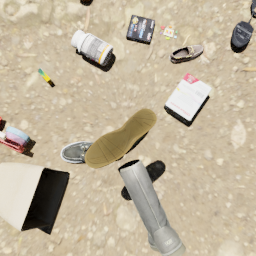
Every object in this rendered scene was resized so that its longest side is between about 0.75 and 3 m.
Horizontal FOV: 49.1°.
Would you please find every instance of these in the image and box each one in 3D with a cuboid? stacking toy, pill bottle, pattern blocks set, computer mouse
[{"bbox_3d":[-5.056,-0.069,10.999,2.352,2.129,0.993,23,69,5],"label":"stacking toy"},{"bbox_3d":[-1.542,-3.471,12.095,1.660,0.966,0.966,30,81,5],"label":"pill bottle"},{"bbox_3d":[1.848,-4.330,12.702,0.778,0.063,0.684,5,80,1],"label":"pattern blocks set"},{"bbox_3d":[5.378,-4.787,12.642,0.863,0.501,2.946,31,75,-4],"label":"computer mouse"}]

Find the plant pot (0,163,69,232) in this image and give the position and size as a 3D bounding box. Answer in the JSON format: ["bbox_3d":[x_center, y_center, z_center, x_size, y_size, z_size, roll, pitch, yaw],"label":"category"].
[{"bbox_3d":[-3.866,2.363,10.579,1.961,2.215,2.213,15,80,15],"label":"plant pot"}]

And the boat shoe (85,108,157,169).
[{"bbox_3d":[-0.128,0.379,7.558,2.237,0.725,0.819,-35,68,-9],"label":"boat shoe"}]

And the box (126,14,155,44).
[{"bbox_3d":[0.568,-4.453,12.623,1.110,0.278,1.119,14,81,3],"label":"box"}]

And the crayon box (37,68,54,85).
[{"bbox_3d":[-3.525,-2.172,12.097,0.206,0.515,0.811,-42,82,-6],"label":"crayon box"}]

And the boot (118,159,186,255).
[{"bbox_3d":[0.554,2.383,8.644,1.041,2.608,2.868,-32,86,-16],"label":"boot"}]

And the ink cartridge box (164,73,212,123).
[{"bbox_3d":[2.487,-1.248,11.834,1.246,0.708,1.710,35,82,6],"label":"ink cartridge box"}]

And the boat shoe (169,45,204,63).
[{"bbox_3d":[2.609,-3.331,12.314,1.614,0.480,0.580,-16,81,-3],"label":"boat shoe"}]

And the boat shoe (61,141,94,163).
[{"bbox_3d":[-1.501,0.920,11.446,2.583,0.731,0.886,-5,80,-1],"label":"boat shoe"}]
